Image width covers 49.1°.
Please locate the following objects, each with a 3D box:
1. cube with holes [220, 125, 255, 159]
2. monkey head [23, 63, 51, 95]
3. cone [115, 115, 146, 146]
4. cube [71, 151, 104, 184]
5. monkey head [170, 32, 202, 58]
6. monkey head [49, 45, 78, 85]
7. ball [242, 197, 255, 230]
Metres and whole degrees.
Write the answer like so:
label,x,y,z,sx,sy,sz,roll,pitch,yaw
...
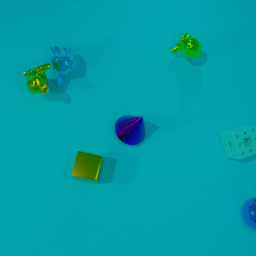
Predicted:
label,x,y,z,sx,sy,sz,roll,pitch,yaw
cube with holes,3.242,0.398,8.024,0.748,0.748,0.748,-18,91,-8
monkey head,-2.678,-1.490,8.587,0.971,1.350,0.813,-33,120,-15
cone,0.240,-0.123,8.155,1.011,1.014,1.011,8,66,-18
cube,-1.131,1.142,8.046,0.726,0.726,0.726,11,72,4
monkey head,1.890,-2.536,9.026,0.922,1.281,0.772,-38,71,27
monkey head,-2.191,-2.162,8.922,0.880,1.051,1.460,-21,74,20
ball,3.560,2.323,7.586,0.898,0.898,0.898,0,72,0
